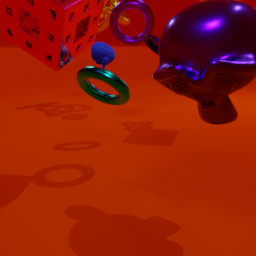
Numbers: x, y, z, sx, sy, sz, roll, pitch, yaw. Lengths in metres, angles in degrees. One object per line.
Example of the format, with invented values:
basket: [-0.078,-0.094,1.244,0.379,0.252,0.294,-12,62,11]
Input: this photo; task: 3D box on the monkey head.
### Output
monkey head: [1.050,-0.802,3.476,1.961,1.411,1.182,1,58,32]

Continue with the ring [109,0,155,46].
ring: [0.094,-2.407,6.418,1.056,1.056,0.211,1,37,2]

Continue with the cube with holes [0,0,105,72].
cube with holes: [-1.136,-1.784,4.269,1.077,1.077,1.077,33,50,5]

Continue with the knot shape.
knot shape: [-0.737,-4.051,9.933,1.811,0.894,1.935,0,-5,-33]

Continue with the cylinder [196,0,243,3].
cylinder: [2.345,-3.448,6.970,1.155,1.155,1.155,3,-4,9]

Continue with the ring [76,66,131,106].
ring: [-0.452,-0.750,5.128,1.064,0.213,1.064,20,-20,8]

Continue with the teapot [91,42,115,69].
teapot: [-0.840,-2.333,9.081,0.823,0.648,1.324,14,36,-29]
